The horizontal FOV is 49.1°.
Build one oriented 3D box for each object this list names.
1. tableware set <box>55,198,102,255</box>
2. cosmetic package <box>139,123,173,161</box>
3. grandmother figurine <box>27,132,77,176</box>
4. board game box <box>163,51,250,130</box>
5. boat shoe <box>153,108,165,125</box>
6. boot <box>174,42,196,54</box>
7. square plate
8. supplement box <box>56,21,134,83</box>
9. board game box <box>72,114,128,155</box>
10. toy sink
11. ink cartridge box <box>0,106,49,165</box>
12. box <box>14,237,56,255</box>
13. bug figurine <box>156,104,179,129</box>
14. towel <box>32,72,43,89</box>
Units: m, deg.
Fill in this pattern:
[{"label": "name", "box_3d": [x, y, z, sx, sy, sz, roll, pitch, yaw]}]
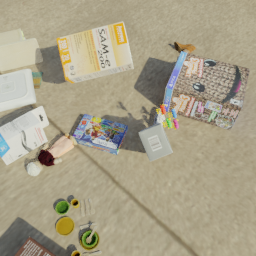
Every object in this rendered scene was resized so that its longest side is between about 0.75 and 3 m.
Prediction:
[{"label": "tableware set", "box_3d": [-1.546, 2.987, 8.404, 1.255, 0.286, 1.863, -11, 55, -8]}, {"label": "cosmetic package", "box_3d": [0.887, 0.408, 9.103, 0.837, 1.855, 0.991, -23, 91, 8]}, {"label": "grandmother figurine", "box_3d": [-2.665, 0.962, 9.741, 1.896, 0.574, 1.150, -40, 36, -22]}, {"label": "board game box", "box_3d": [3.027, -1.506, 10.980, 2.771, 1.342, 2.210, 17, 56, 11]}, {"label": "boat shoe", "box_3d": [1.253, -0.339, 10.805, 0.371, 0.377, 1.062, 27, 50, -14]}, {"label": "boot", "box_3d": [2.703, -3.879, 13.339, 0.718, 0.342, 0.928, -32, 72, -20]}, {"label": "square plate", "box_3d": [-4.997, -1.617, 11.675, 2.074, 0.295, 2.055, -15, 58, -9]}, {"label": "supplement box", "box_3d": [-1.156, -2.689, 10.147, 2.478, 0.911, 1.562, -13, 88, 5]}, {"label": "board game box", "box_3d": [-1.028, 0.213, 10.387, 1.771, 0.305, 1.199, 16, 56, 11]}, {"label": "toy sink", "box_3d": [-4.992, -3.553, 12.515, 1.960, 1.278, 1.098, -17, 56, -11]}, {"label": "ink cartridge box", "box_3d": [-3.627, 0.246, 9.818, 2.062, 1.196, 0.699, -34, 61, -22]}, {"label": "box", "box_3d": [-1.893, 4.126, 7.182, 2.599, 0.974, 1.301, 26, 58, 20]}, {"label": "bug figurine", "box_3d": [1.414, -0.372, 9.418, 0.289, 1.122, 0.870, -25, 69, 32]}, {"label": "towel", "box_3d": [-4.102, -2.068, 12.172, 0.701, 0.104, 0.956, -1, 56, 1]}]
